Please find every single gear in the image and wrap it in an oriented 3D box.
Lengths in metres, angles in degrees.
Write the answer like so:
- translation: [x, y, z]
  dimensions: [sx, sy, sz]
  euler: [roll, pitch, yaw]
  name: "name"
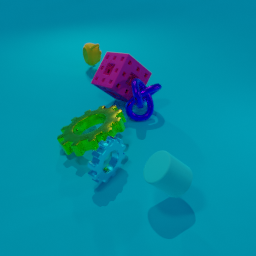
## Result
- translation: [-0.982, 0.023, 7.604]
  dimensions: [1.869, 0.346, 1.869]
  euler: [-18, 29, 10]
  name: "gear"
- translation: [-0.479, 0.750, 6.580]
  dimensions: [0.210, 1.137, 1.137]
  euler: [24, 44, 29]
  name: "gear"

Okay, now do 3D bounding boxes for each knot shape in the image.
- translation: [0.412, -0.946, 8.378]
  dimensions: [0.637, 1.290, 1.378]
  euler: [28, 80, 33]
  name: "knot shape"

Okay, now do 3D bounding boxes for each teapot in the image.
- translation: [-1.390, -2.916, 11.138]
  dimensions: [0.696, 1.422, 0.884]
  euler: [-17, 79, -22]
  name: "teapot"

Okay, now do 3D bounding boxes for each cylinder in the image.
- translation: [0.836, 0.969, 5.871]
  dimensions: [0.752, 0.752, 0.752]
  euler: [35, 28, -28]
  name: "cylinder"

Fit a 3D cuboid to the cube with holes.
- translation: [-0.211, -1.585, 8.924]
  dimensions: [1.151, 1.151, 1.151]
  euler: [22, 84, 48]
  name: "cube with holes"
